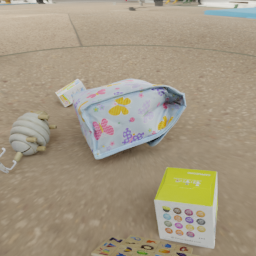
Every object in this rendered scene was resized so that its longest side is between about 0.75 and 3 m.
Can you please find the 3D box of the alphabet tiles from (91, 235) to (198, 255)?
[{"bbox_3d":[0.368,1.960,4.259,1.669,0.053,1.388,6,-2,17],"label":"alphabet tiles"}]

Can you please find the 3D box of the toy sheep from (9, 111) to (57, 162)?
[{"bbox_3d":[-2.510,0.174,7.231,1.083,1.083,1.571,9,51,15],"label":"toy sheep"}]

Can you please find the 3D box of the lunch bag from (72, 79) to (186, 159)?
[{"bbox_3d":[0.016,-0.419,7.295,2.553,1.623,2.165,-20,19,-12],"label":"lunch bag"}]

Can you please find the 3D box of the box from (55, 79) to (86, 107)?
[{"bbox_3d":[-1.991,-1.237,9.869,0.965,0.489,0.543,-34,32,-10],"label":"box"}]

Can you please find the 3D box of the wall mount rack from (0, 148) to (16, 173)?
[{"bbox_3d":[-3.016,0.625,6.367,0.810,0.932,0.348,15,56,21],"label":"wall mount rack"}]

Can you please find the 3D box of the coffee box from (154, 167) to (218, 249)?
[{"bbox_3d":[1.087,1.376,5.031,0.957,0.948,0.959,2,29,22],"label":"coffee box"}]
